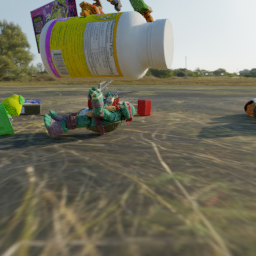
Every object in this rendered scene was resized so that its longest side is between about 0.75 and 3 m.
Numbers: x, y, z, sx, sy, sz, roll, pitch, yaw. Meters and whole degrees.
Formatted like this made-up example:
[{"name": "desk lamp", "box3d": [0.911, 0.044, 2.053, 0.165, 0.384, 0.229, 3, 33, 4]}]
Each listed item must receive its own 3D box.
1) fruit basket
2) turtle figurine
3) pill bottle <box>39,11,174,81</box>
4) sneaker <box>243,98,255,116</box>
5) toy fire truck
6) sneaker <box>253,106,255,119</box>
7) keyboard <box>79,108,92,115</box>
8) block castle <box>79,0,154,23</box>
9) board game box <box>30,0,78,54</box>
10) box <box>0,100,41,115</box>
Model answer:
[{"name": "fruit basket", "box3d": [-3.336, -0.359, 7.663, 1.268, 0.914, 1.268, -11, 19, 4]}, {"name": "turtle figurine", "box3d": [-0.782, -0.436, 7.245, 2.527, 1.272, 1.892, -17, -5, -1]}, {"name": "pill bottle", "box3d": [-0.355, -1.434, 5.025, 2.233, 1.164, 1.164, 3, 11, 20]}, {"name": "sneaker", "box3d": [5.117, -0.938, 10.995, 0.992, 0.853, 2.344, 8, 14, 27]}, {"name": "toy fire truck", "box3d": [-0.401, -0.940, 11.404, 1.736, 0.600, 2.462, -4, 12, -33]}, {"name": "sneaker", "box3d": [5.279, -0.520, 8.853, 2.432, 0.923, 1.104, 7, 5, 22]}, {"name": "keyboard", "box3d": [-1.431, -0.778, 12.249, 0.828, 0.157, 2.941, 5, 11, 1]}, {"name": "block castle", "box3d": [-0.296, -2.688, 6.553, 1.540, 2.305, 1.081, -24, -3, 29]}, {"name": "board game box", "box3d": [-2.043, -2.803, 7.799, 0.338, 1.258, 2.096, -25, 23, -39]}, {"name": "box", "box3d": [-4.732, -0.958, 12.285, 1.748, 0.468, 2.886, -3, 10, -17]}]
